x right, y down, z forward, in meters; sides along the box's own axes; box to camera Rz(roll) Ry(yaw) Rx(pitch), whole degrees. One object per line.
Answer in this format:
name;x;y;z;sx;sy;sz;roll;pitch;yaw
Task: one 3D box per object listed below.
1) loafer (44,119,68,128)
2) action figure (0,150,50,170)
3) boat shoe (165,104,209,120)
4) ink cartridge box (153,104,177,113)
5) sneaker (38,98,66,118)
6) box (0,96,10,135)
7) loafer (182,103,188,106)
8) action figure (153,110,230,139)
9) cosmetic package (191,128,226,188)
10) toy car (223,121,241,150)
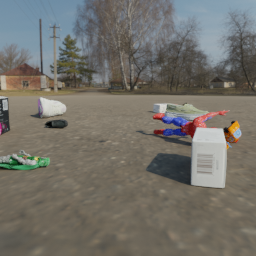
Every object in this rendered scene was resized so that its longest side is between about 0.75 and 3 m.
loafer;-2.777;-0.138;10.832;1.047;0.355;0.367;0;12;31
action figure;-2.202;0.649;5.636;1.275;0.349;0.753;4;5;1
boat shoe;2.885;-0.807;13.809;2.430;0.754;0.875;6;10;34
ink cartridge box;2.310;-1.221;17.369;1.246;0.526;0.902;-3;9;-20
sneaker;-4.086;-1.147;15.136;1.386;1.042;2.783;-1;9;-8
box;-4.784;-0.383;9.200;1.110;1.279;1.935;-1;9;-5
loafer;2.834;-1.043;15.749;0.742;0.650;2.063;6;11;37
action figure;1.958;-0.070;8.413;1.317;0.868;2.661;-10;11;-23
cosmetic package;1.494;0.476;5.186;0.577;0.792;1.557;3;10;18
toy car;2.686;0.376;7.759;0.533;0.786;1.602;46;45;11
